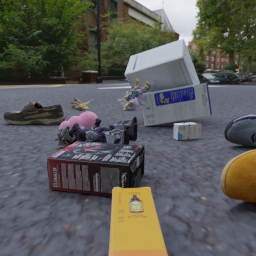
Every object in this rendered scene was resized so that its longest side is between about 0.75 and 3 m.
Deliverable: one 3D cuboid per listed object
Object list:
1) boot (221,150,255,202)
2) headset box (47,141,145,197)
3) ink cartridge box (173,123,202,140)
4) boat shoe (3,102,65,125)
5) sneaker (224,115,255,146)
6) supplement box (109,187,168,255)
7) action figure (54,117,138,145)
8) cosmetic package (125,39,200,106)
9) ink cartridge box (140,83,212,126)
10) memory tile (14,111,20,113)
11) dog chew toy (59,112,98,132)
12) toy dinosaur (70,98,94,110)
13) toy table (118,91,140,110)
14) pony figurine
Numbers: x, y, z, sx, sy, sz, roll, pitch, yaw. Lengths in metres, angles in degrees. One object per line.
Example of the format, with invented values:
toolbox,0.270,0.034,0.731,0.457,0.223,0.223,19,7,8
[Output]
boot,3.137,0.956,4.670,2.680,0.943,1.919,1,5,-27
headset box,-0.706,0.816,6.049,1.908,0.716,1.418,3,12,14
ink cartridge box,2.107,0.109,9.927,0.957,0.555,0.325,-3,12,-20
boat shoe,-4.257,-0.716,12.796,2.757,1.011,1.027,0,12,-2
sneaker,4.418,0.204,8.495,2.735,1.018,1.197,0,17,-2
supplement box,0.077,1.381,3.601,0.619,0.640,1.861,0,13,-1
action figure,-1.102,0.160,8.860,2.739,0.950,1.782,2,17,26
cosmetic package,1.737,-2.262,13.129,2.714,2.706,1.669,-11,42,26
ink cartridge box,2.026,-0.997,11.983,2.870,1.427,0.563,-8,5,8
memory tile,-5.906,-0.768,15.300,1.125,0.123,1.468,-9,15,-35
dog chew toy,-1.793,-0.079,10.227,1.454,0.905,0.905,-14,16,-20
toy dinosaur,-2.977,-1.436,17.852,1.150,0.662,2.274,17,21,5
toy table,0.009,-1.609,17.297,1.273,1.170,0.745,-5,-9,28
pony figurine,0.428,-1.448,11.447,1.061,0.916,1.100,6,-39,-37
